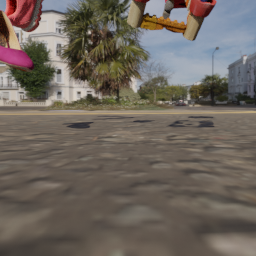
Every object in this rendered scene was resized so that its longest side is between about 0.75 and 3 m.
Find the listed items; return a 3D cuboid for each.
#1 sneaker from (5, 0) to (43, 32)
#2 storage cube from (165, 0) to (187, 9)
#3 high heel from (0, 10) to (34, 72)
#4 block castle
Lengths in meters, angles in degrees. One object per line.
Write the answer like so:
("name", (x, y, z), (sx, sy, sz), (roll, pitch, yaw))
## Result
("sneaker", (-2.576, -3.583, 7.140), (0.808, 2.192, 0.951), (29, 19, 24))
("storage cube", (1.650, -4.189, 7.875), (1.111, 1.299, 1.168), (-2, -3, -1))
("high heel", (-2.322, -1.748, 5.480), (1.948, 0.936, 0.657), (30, 9, 32))
("block castle", (0.755, -2.495, 4.805), (1.351, 2.021, 0.948), (13, -42, -4))
